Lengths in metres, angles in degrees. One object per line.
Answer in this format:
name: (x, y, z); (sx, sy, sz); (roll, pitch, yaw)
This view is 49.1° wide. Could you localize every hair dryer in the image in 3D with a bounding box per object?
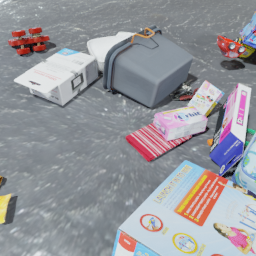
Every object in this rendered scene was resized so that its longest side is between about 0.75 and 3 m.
hair dryer: (2.109, -1.022, 9.439); (0.936, 0.334, 1.228); (-44, 53, -14)

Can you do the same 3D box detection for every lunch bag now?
lunch bag: (3.963, 0.806, 6.540); (2.236, 1.147, 2.782); (27, 57, 25)
lunch bag: (5.882, -3.376, 10.892); (2.669, 1.255, 2.009); (31, 32, 0)

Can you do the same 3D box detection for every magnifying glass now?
magnifying glass: (3.041, 0.322, 8.019); (1.555, 0.174, 0.619); (-6, 43, -9)

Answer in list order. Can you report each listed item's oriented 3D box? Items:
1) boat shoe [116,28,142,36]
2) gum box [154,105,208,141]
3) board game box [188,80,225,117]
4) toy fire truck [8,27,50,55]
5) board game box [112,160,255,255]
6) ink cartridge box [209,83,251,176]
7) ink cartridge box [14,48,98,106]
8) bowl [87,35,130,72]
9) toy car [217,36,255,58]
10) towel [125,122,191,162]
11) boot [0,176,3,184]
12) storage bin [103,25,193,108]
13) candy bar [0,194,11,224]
boat shoe: (0.409, -3.890, 12.132); (1.964, 0.726, 0.837); (10, 60, 20)
gum box: (1.472, -0.150, 8.053); (1.369, 0.453, 0.777); (-13, 40, -20)
board game box: (2.425, -0.893, 8.784); (0.196, 0.972, 0.743); (15, 26, -46)
toy fire truck: (-4.263, -3.780, 12.024); (1.633, 0.916, 1.372); (-18, 27, -20)
board game box: (1.680, 2.018, 5.008); (2.844, 0.812, 2.904); (25, 29, 25)
ink cartridge box: (2.653, 0.022, 7.313); (0.455, 1.162, 2.454); (22, 51, 2)
ink cartridge box: (-2.395, -1.711, 9.682); (1.495, 0.861, 2.581); (22, 47, 22)
bowl: (-0.476, -2.873, 11.043); (2.010, 0.750, 2.008); (-14, 45, -14)
toy car: (4.765, -2.613, 10.608); (2.625, 0.622, 2.789); (40, 34, 22)
towel: (0.863, 0.281, 8.035); (1.599, 0.180, 1.157); (-25, 46, -27)
boot: (-3.562, 1.133, 6.972); (0.916, 0.450, 1.280); (7, 47, 0)
storage bin: (0.820, -2.104, 9.443); (1.888, 2.046, 2.811); (35, 51, 21)
candy bar: (-4.122, 1.952, 6.111); (2.974, 0.330, 0.741); (-6, 43, -7)
